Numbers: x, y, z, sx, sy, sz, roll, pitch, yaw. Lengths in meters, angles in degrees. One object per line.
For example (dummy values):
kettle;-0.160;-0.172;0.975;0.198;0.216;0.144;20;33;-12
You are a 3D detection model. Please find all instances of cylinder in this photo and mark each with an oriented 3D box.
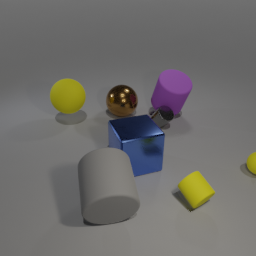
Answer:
cylinder;1.792;-1.467;11.698;1.400;1.400;1.400;6;53;-8
cylinder;1.782;1.608;7.329;0.700;0.700;0.700;-18;58;-30
cylinder;1.373;-0.441;11.238;0.700;0.700;0.700;11;60;-21
cylinder;-0.514;1.452;7.032;1.400;1.400;1.400;-6;47;-10

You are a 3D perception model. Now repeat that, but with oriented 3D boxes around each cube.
cube;0.226;0.557;8.973;1.400;1.400;1.400;-10;31;-17

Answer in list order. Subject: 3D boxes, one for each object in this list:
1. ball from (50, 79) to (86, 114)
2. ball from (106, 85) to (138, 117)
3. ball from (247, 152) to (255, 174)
ball;-2.402;-1.268;11.220;1.400;1.400;1.400;0;29;0
ball;-0.262;-1.176;12.160;1.400;1.400;1.400;0;29;0
ball;4.004;1.075;8.559;0.700;0.700;0.700;0;29;0
